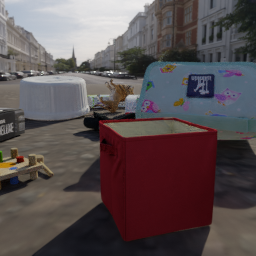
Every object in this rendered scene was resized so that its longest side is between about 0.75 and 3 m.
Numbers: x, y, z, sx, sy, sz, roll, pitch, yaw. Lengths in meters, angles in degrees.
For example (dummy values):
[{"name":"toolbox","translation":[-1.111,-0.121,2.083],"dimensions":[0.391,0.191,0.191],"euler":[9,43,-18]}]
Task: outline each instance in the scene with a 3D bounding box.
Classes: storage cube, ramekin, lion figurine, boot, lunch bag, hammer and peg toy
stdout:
[{"name":"storage cube","translation":[0.220,0.392,2.629],"dimensions":[0.967,0.869,0.827],"euler":[-4,12,-19]},{"name":"ramekin","translation":[-2.402,-1.055,9.111],"dimensions":[2.265,1.104,2.265],"euler":[1,17,0]},{"name":"lion figurine","translation":[-0.491,-1.080,10.321],"dimensions":[0.664,1.122,1.832],"euler":[-16,36,50]},{"name":"boot","translation":[-0.350,-0.172,6.724],"dimensions":[1.210,0.462,1.017],"euler":[-14,21,-32]},{"name":"lunch bag","translation":[1.444,-0.516,5.573],"dimensions":[2.226,1.593,2.613],"euler":[5,16,15]},{"name":"hammer and peg toy","translation":[-1.433,0.474,3.635],"dimensions":[0.693,0.332,0.942],"euler":[9,14,41]}]

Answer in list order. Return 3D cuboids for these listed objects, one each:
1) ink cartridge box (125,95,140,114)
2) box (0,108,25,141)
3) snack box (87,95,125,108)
[{"name":"ink cartridge box","translation":[1.074,-0.605,8.533],"dimensions":[2.389,0.744,2.969],"euler":[0,9,4]},{"name":"box","translation":[-3.661,-0.036,5.569],"dimensions":[2.447,0.609,1.930],"euler":[2,10,11]},{"name":"snack box","translation":[-0.727,-1.163,11.966],"dimensions":[1.885,0.499,1.340],"euler":[-4,11,-20]}]
